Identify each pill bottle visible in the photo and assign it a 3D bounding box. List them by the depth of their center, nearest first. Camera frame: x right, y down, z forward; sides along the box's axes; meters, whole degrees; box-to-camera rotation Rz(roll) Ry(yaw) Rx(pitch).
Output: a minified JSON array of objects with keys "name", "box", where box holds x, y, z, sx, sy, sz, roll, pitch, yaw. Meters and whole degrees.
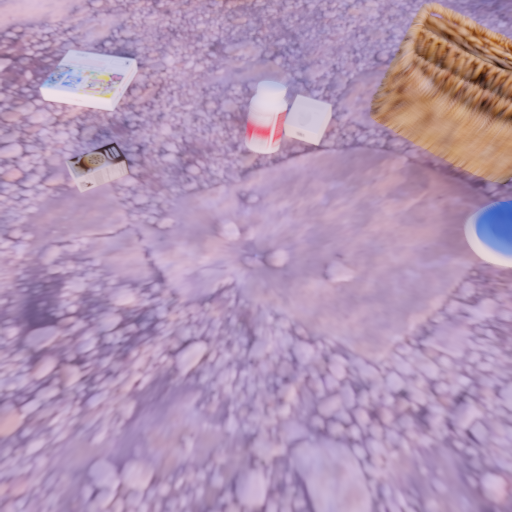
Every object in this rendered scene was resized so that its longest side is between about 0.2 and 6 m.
[{"name":"pill bottle","box":[0.200,-2.631,10.626,0.688,1.226,0.688,7,36,-5]}]

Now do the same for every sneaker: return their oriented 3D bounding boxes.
[{"name":"sneaker","box":[4.982,-0.655,8.635,3.147,1.751,1.208,0,67,-11]}]

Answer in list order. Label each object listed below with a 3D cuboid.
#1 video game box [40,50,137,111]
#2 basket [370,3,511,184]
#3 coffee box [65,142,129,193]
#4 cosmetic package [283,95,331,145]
[{"name":"video game box","box":[-3.607,-3.842,12.208,1.621,0.379,1.477,11,51,9]},{"name":"basket","box":[3.628,-2.820,9.644,2.801,2.087,1.999,28,29,0]},{"name":"coffee box","box":[-2.977,-1.672,10.551,1.000,0.399,0.565,-26,57,-18]},{"name":"cosmetic package","box":[1.032,-2.716,11.198,0.734,0.453,0.736,22,75,15]}]
